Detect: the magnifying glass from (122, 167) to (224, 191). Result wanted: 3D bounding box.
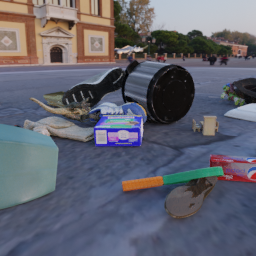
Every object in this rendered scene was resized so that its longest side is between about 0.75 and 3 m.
[{"bbox_3d":[0.817,0.930,5.127,1.858,0.208,0.739,-9,-16,-4],"label":"magnifying glass"}]

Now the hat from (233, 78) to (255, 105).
[{"bbox_3d":[5.985,-1.496,13.005,2.350,0.948,2.350,1,32,-1],"label":"hat"}]

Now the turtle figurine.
[{"bbox_3d":[4.778,-1.388,13.318,1.278,0.919,1.239,-41,48,3],"label":"turtle figurine"}]

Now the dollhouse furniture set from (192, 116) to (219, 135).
[{"bbox_3d":[2.478,-0.165,8.833,0.752,0.570,0.859,0,15,2],"label":"dollhouse furniture set"}]

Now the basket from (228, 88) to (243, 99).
[{"bbox_3d":[5.655,-1.755,14.471,0.909,0.819,0.618,-1,43,27],"label":"basket"}]

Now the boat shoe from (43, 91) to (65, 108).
[{"bbox_3d":[-3.091,-1.214,12.703,0.913,0.788,2.504,-20,18,-38],"label":"boat shoe"}]

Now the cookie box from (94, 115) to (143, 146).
[{"bbox_3d":[-0.222,0.045,8.074,1.269,0.558,1.484,0,15,5],"label":"cookie box"}]

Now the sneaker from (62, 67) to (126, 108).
[{"bbox_3d":[-1.461,-1.644,11.959,2.945,1.088,1.167,-29,22,-21],"label":"sneaker"}]

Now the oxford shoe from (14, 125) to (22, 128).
[{"bbox_3d":[-3.249,0.040,8.313,0.341,0.347,0.958,-14,23,-22],"label":"oxford shoe"}]

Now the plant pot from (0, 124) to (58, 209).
[{"bbox_3d":[-2.210,0.602,4.851,1.812,1.280,1.280,1,13,-26],"label":"plant pot"}]

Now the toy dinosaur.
[{"bbox_3d":[-1.587,-0.523,8.519,1.252,0.674,2.841,2,-4,19],"label":"toy dinosaur"}]

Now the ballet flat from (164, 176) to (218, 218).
[{"bbox_3d":[1.063,1.117,4.731,0.496,0.341,1.472,44,40,18],"label":"ballet flat"}]

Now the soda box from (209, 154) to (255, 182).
[{"bbox_3d":[2.275,0.813,5.593,1.251,0.397,0.438,2,15,11],"label":"soda box"}]

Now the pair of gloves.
[{"bbox_3d":[-2.495,0.138,7.902,2.390,0.493,2.811,10,17,32],"label":"pair of gloves"}]

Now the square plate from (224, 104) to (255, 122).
[{"bbox_3d":[5.376,-0.589,10.848,2.397,0.341,2.375,-15,21,-42],"label":"square plate"}]

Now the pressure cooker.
[{"bbox_3d":[0.965,-1.358,10.293,2.150,2.116,2.406,-6,19,-32],"label":"pressure cooker"}]

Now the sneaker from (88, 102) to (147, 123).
[{"bbox_3d":[-0.402,-0.349,9.386,2.234,0.841,0.985,5,24,45],"label":"sneaker"}]
